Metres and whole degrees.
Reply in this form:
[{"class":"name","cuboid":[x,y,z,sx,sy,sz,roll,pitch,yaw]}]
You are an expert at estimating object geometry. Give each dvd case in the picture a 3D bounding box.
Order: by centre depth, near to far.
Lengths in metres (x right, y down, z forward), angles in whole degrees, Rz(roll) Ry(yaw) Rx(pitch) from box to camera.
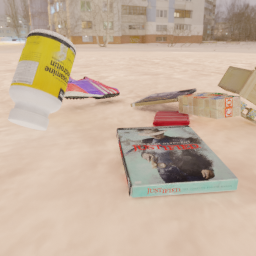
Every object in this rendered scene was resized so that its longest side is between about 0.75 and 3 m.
[{"class":"dvd case","cuboid":[0.835,0.564,6.137,1.982,0.299,2.716,-2,21,-7]},{"class":"dvd case","cuboid":[1.334,-1.156,10.583,2.077,0.166,1.544,-3,17,40]}]

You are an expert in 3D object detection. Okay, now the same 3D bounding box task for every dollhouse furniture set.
[{"class":"dollhouse furniture set","cuboid":[3.750,-1.054,8.306,1.723,1.510,1.144,26,11,-21]}]

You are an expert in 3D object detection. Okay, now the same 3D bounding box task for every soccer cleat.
[{"class":"soccer cleat","cuboid":[-1.381,-1.625,11.212,2.556,0.935,0.872,-5,2,-38]}]

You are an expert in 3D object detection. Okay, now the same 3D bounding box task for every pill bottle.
[{"class":"pill bottle","cuboid":[-2.521,-1.339,8.117,1.485,2.652,1.485,12,-12,3]}]

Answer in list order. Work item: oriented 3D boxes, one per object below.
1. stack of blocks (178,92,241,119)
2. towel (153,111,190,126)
[{"class":"stack of blocks","cuboid":[2.538,-0.730,8.608,1.116,0.568,1.938,-10,12,-20]},{"class":"towel","cuboid":[1.431,-0.316,9.181,1.137,0.177,1.573,1,17,11]}]
